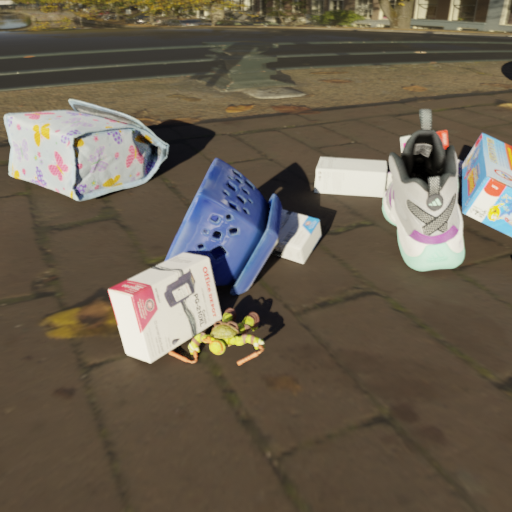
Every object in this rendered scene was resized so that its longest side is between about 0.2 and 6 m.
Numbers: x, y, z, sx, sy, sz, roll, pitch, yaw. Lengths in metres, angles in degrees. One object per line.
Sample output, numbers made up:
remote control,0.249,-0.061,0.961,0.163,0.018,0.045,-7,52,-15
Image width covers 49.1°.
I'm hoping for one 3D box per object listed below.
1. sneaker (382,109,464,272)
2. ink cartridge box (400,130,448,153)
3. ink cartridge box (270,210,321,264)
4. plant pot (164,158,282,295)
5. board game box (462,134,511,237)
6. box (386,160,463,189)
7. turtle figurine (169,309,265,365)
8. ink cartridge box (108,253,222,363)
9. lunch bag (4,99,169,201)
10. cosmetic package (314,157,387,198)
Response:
sneaker,3.003,-1.514,10.151,1.335,2.402,3.434,-9,27,5
ink cartridge box,3.627,-2.029,12.045,0.262,1.201,1.043,-10,7,-35
ink cartridge box,0.524,-0.386,9.941,1.040,0.438,0.752,19,57,26
plant pot,-0.459,-0.388,8.913,1.412,1.570,1.570,25,29,-9
board game box,5.104,-0.970,10.049,2.666,0.761,2.723,27,32,6
box,3.973,-1.906,13.165,2.133,0.413,0.442,-16,32,-28
turtle figurine,-0.443,1.045,7.511,1.330,0.428,1.073,-7,16,21
ink cartridge box,-1.190,0.661,7.608,0.576,0.989,1.366,7,26,41
lunch bag,-3.850,-2.555,12.969,2.441,1.830,2.878,21,26,30
cosmetic package,2.167,-1.803,12.758,1.568,0.636,0.885,8,29,12
